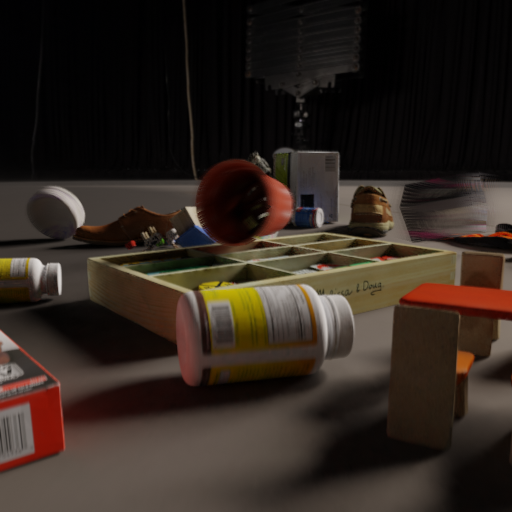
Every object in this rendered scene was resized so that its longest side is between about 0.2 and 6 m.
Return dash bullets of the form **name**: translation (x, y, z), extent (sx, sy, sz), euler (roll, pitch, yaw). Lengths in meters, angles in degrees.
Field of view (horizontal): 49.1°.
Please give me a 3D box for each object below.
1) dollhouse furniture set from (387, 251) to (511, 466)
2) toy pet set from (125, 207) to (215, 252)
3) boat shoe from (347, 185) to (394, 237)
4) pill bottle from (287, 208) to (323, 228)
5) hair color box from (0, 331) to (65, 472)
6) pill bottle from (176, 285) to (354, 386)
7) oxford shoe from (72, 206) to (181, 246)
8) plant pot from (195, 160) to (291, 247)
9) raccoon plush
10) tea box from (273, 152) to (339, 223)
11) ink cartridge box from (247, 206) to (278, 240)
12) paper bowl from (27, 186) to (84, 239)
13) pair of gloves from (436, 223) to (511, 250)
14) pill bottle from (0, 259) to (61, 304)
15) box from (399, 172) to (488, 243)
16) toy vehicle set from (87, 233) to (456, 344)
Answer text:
- **dollhouse furniture set**: translation (2.042, 0.369, 3.508), extent (2.162, 1.126, 2.186), euler (5, 11, 29)
- **toy pet set**: translation (-1.240, -0.213, 9.306), extent (1.245, 0.708, 1.334), euler (-34, -9, 25)
- **boat shoe**: translation (2.578, -1.059, 12.441), extent (1.029, 1.005, 2.720), euler (2, 10, 10)
- **pill bottle**: translation (1.124, -0.906, 13.200), extent (0.832, 0.467, 0.467), euler (5, 11, 29)
- **hair color box**: translation (-1.649, 0.790, 3.205), extent (0.666, 0.402, 1.311), euler (-9, 12, -38)
- **pill bottle**: translation (0.059, 0.540, 3.952), extent (1.185, 0.647, 0.647), euler (-2, 10, -15)
- **oxford shoe**: translation (-2.340, -0.558, 10.383), extent (2.061, 0.735, 0.735), euler (-5, 12, -16)
- **plant pot**: translation (-0.065, -0.612, 6.819), extent (0.997, 0.997, 0.970), euler (4, 3, 23)
- **raccoon plush**: translation (-0.782, -1.549, 13.166), extent (2.584, 1.731, 1.250), euler (-3, 10, -16)
- **tea box**: translation (1.243, -1.769, 14.382), extent (1.177, 1.762, 1.733), euler (-3, 10, -19)
- **ink cartridge box**: translation (-0.029, -0.432, 7.917), extent (0.316, 0.553, 1.064), euler (20, -4, 26)
- **paper bowl**: translation (-3.885, -0.890, 10.979), extent (1.050, 1.050, 0.546), euler (2, 37, 13)
- **pair of gloves**: translation (4.958, -0.390, 10.628), extent (2.467, 0.305, 2.198), euler (-4, 10, -28)
- **pill bottle**: translation (-2.597, 0.271, 6.092), extent (0.875, 0.487, 0.487), euler (-1, 9, -14)
- **box**: translation (3.260, -0.813, 9.724), extent (1.281, 0.846, 0.735), euler (-8, 36, 32)
- **toy vehicle set**: translation (0.248, 0.219, 6.386), extent (3.653, 0.484, 2.270), euler (-7, 12, -37)
